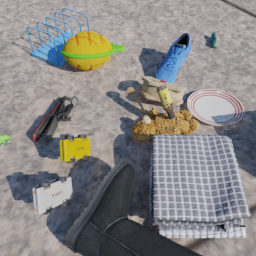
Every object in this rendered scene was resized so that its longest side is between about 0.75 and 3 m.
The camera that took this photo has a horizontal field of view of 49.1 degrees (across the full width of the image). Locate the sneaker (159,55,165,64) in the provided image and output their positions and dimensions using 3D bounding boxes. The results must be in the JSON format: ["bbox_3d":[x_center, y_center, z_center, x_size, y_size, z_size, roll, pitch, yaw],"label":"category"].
[{"bbox_3d":[1.556,-2.542,10.911,0.481,0.333,0.858,-11,57,-16],"label":"sneaker"}]

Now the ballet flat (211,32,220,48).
[{"bbox_3d":[3.781,-3.767,12.110,0.327,0.346,1.026,25,46,-14],"label":"ballet flat"}]

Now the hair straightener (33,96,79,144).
[{"bbox_3d":[-2.067,-0.318,8.733,0.834,0.444,2.169,12,43,11],"label":"hair straightener"}]

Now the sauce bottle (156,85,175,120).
[{"bbox_3d":[1.099,-0.719,7.909,0.315,0.972,0.315,-22,8,3],"label":"sauce bottle"}]

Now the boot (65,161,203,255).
[{"bbox_3d":[0.475,2.183,5.799,2.832,0.930,2.334,22,63,26],"label":"boot"}]

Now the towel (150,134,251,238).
[{"bbox_3d":[1.576,1.243,6.673,2.112,1.092,2.551,1,46,2],"label":"towel"}]

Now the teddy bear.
[{"bbox_3d":[1.105,-0.154,8.329,2.014,0.672,1.460,1,44,1],"label":"teddy bear"}]

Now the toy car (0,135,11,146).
[{"bbox_3d":[-3.844,0.472,8.013,1.046,0.233,0.984,31,54,26],"label":"toy car"}]

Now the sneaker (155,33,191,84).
[{"bbox_3d":[1.597,-2.423,10.021,0.781,0.929,2.368,26,70,11],"label":"sneaker"}]

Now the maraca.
[{"bbox_3d":[-1.297,-2.961,10.617,1.772,1.383,2.585,28,38,36],"label":"maraca"}]

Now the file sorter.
[{"bbox_3d":[-2.727,-3.764,11.355,1.503,1.329,2.166,25,50,21],"label":"file sorter"}]

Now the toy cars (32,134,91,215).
[{"bbox_3d":[-1.656,1.018,6.849,0.589,1.192,2.658,-3,41,21],"label":"toy cars"}]

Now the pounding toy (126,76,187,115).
[{"bbox_3d":[0.895,-1.054,9.322,1.939,1.112,1.109,13,19,0],"label":"pounding toy"}]

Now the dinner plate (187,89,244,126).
[{"bbox_3d":[2.820,-0.658,9.123,1.804,0.219,1.804,0,47,0],"label":"dinner plate"}]
